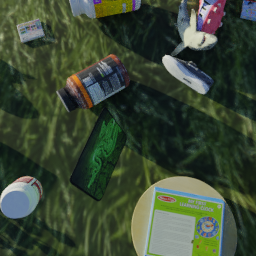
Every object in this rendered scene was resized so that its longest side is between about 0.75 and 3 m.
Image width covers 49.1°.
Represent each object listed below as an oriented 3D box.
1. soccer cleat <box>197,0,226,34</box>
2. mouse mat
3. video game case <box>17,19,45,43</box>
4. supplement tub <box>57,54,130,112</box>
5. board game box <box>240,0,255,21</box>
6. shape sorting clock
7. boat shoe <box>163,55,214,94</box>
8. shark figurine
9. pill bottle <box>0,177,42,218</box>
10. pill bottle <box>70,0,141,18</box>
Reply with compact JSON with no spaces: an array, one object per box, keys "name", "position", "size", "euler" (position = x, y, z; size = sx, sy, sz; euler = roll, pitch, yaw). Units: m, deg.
[{"name":"soccer cleat","position":[2.900,-4.353,9.912],"size":[1.068,0.932,2.793],"euler":[15,74,37]},{"name":"mouse mat","position":[-0.549,0.591,5.932],"size":[0.064,1.369,1.701],"euler":[9,64,28]},{"name":"video game case","position":[-3.436,-3.438,9.895],"size":[0.820,0.097,0.746],"euler":[-20,71,-6]},{"name":"supplement tub","position":[-1.084,-1.315,8.608],"size":[2.111,1.129,1.129],"euler":[-31,73,-10]},{"name":"board game box","position":[4.515,-4.337,10.169],"size":[0.711,0.172,0.940],"euler":[14,72,4]},{"name":"shape sorting clock","position":[1.492,2.688,7.483],"size":[2.792,0.548,2.792],"euler":[0,71,-1]},{"name":"boat shoe","position":[1.953,-1.853,9.055],"size":[1.787,0.641,0.606],"euler":[37,75,10]},{"name":"shark figurine","position":[2.251,-3.476,9.492],"size":[1.204,1.723,2.884],"euler":[8,63,-30]},{"name":"pill bottle","position":[-2.341,1.522,6.167],"size":[0.746,1.321,0.746],"euler":[0,88,-10]},{"name":"pill bottle","position":[-0.825,-4.526,9.675],"size":[2.358,1.229,1.229],"euler":[-13,71,-4]}]
